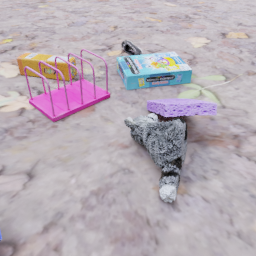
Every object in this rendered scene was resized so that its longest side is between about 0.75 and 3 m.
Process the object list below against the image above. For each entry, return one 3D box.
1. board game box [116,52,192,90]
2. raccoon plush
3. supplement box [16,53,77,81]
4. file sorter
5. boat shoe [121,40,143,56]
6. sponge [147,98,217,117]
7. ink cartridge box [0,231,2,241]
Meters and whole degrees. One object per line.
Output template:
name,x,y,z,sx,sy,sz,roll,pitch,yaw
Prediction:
board game box,1.096,-2.637,12.598,2.879,0.676,2.174,-8,36,-11
raccoon plush,0.580,0.563,7.703,1.841,1.329,2.747,4,35,19
supplement box,-3.645,-2.794,12.675,2.564,0.853,0.882,10,35,13
file sorter,-2.248,-1.752,10.518,2.621,1.644,1.821,-29,45,-34
boat shoe,0.080,-4.255,14.968,0.493,0.578,1.729,-20,43,-33
sponge,1.604,-0.704,9.151,1.522,0.407,2.729,-3,8,-7
ink cartridge box,-3.796,2.506,5.031,2.930,1.118,1.999,-16,39,-24
